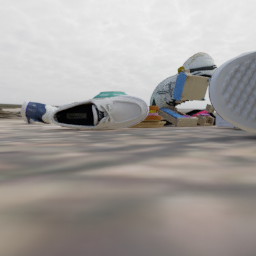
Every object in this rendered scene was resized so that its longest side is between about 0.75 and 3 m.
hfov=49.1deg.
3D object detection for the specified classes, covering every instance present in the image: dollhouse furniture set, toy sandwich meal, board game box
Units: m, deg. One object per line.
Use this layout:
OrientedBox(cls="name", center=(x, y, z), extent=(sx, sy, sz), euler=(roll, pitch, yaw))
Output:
OrientedBox(cls="dollhouse furniture set", center=(1.923, -1.052, 8.856), extent=(1.648, 1.745, 1.139), euler=(-1, 22, -29))
OrientedBox(cls="toy sandwich meal", center=(0.321, -0.318, 8.069), extent=(1.700, 0.582, 1.700), euler=(0, 2, 0))
OrientedBox(cls="board game box", center=(3.604, -0.197, 6.701), extent=(2.456, 0.425, 1.551), euler=(0, 3, -13))

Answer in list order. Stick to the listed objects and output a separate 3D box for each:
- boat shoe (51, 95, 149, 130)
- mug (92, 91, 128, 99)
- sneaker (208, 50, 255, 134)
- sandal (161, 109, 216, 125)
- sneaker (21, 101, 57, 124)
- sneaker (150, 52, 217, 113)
OrientedBox(cls="boat shoe", center=(-0.623, -0.331, 6.244), extent=(2.183, 0.785, 0.717), euler=(0, 8, 3))
OrientedBox(cls="mug", center=(-0.672, -0.639, 9.415), extent=(1.830, 1.131, 1.504), euler=(0, 2, -7))
OrientedBox(cls="sneaker", center=(2.425, -0.503, 4.072), extent=(2.965, 1.163, 1.177), euler=(-2, 4, -10))
OrientedBox(cls="sandal", center=(2.428, -0.406, 10.243), extent=(2.727, 0.615, 1.024), euler=(0, 2, -8))
OrientedBox(cls="sneaker", center=(-3.978, -0.557, 13.351), extent=(1.780, 0.980, 2.431), euler=(16, -12, -7))
OrientedBox(cls="sneaker", center=(1.783, -1.204, 9.177), extent=(1.015, 1.177, 2.684), euler=(16, -51, -40))
